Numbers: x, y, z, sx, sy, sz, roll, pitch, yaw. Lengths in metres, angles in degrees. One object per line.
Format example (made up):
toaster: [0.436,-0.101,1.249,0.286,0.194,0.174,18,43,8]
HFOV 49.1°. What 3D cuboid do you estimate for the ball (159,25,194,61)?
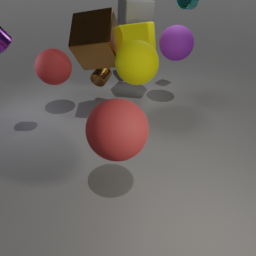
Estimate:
ball: [1.968,-3.444,11.375,1.400,1.400,1.400,0,30,0]

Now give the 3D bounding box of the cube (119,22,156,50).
cube: [0.374,-3.777,12.135,1.400,1.400,1.400,-1,20,17]

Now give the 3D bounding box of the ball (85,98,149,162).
ball: [-0.241,0.041,6.231,1.400,1.400,1.400,0,30,0]

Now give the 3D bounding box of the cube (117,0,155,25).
cube: [0.349,-5.435,13.469,1.400,1.400,1.400,-6,30,-17]

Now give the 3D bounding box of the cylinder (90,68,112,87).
cylinder: [-1.159,-2.248,12.016,0.700,0.700,0.700,14,55,23]

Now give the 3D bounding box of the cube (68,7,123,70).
cube: [-1.048,-2.981,9.549,1.400,1.400,1.400,-3,68,13]

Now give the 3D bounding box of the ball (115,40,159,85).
ball: [0.286,-2.086,8.969,1.400,1.400,1.400,0,30,0]

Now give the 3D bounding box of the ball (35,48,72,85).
ball: [-2.902,-2.380,10.934,1.400,1.400,1.400,0,30,0]

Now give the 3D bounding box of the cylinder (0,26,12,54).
cylinder: [-3.712,-2.503,7.704,0.700,0.700,0.700,-16,53,23]

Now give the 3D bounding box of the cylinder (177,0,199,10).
cylinder: [2.462,-5.255,11.533,0.700,0.700,0.700,18,28,28]
